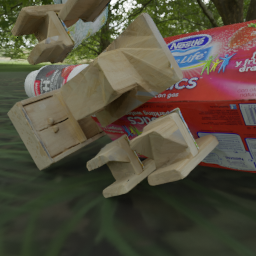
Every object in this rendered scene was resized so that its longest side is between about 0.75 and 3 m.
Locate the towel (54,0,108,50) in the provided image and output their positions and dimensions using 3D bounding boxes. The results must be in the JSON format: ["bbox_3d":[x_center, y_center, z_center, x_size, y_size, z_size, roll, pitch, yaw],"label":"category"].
[{"bbox_3d":[-0.983,-2.810,5.918,0.451,1.873,1.603,19,45,19],"label":"towel"}]

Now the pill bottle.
[{"bbox_3d":[-2.215,-1.348,9.416,2.791,1.545,1.545,10,17,39],"label":"pill bottle"}]

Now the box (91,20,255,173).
[{"bbox_3d":[0.943,-0.393,4.021,2.894,1.442,1.381,3,53,41],"label":"box"}]

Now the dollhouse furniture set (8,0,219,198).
[{"bbox_3d":[-0.288,-0.495,3.954,1.704,2.406,2.619,-31,1,-44],"label":"dollhouse furniture set"}]
